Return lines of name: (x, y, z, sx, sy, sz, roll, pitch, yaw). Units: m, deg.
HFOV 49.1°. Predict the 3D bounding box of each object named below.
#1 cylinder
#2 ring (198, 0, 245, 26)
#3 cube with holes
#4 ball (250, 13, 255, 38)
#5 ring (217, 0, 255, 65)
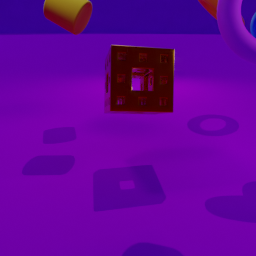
cylinder: (-1.408, -2.780, 6.625, 0.839, 0.839, 0.839, 30, 24, 2)
ring: (3.015, -3.858, 9.150, 1.931, 0.386, 1.931, 36, 20, -16)
cube with holes: (0.171, -0.896, 5.675, 1.187, 1.187, 1.187, 1, 1, -10)
ball: (2.858, -2.034, 5.490, 0.842, 0.842, 0.842, 0, 20, 0)
ring: (2.700, -2.162, 5.117, 2.092, 2.092, 0.418, 2, 3, 5)
